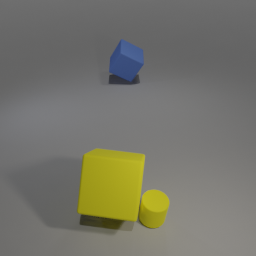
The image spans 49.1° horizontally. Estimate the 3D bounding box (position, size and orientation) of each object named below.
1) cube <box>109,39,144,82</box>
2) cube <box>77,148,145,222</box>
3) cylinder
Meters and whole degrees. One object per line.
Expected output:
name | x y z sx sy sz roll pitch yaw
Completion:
cube | -0.091 -3.682 15.325 1.400 1.400 1.400 21 44 -21
cube | -0.359 1.341 7.012 1.400 1.400 1.400 7 2 5
cylinder | 0.659 2.072 7.191 0.700 0.700 0.700 4 37 -3
